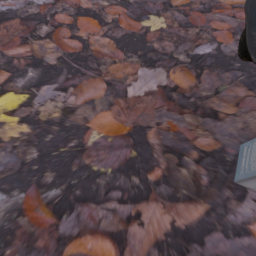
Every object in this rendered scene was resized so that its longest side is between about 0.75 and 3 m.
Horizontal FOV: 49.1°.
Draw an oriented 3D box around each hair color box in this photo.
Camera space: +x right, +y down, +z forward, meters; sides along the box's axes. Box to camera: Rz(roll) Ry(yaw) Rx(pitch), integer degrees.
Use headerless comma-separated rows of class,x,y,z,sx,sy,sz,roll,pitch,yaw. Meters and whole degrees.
hair color box,2.637,0.416,3.677,1.191,2.406,0.729,22,67,-5

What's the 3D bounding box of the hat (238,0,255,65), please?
hat,2.790,-1.817,5.749,2.069,0.835,2.069,5,80,-27
